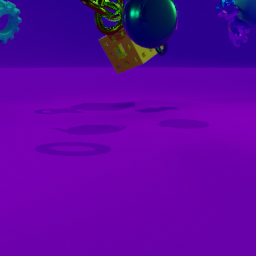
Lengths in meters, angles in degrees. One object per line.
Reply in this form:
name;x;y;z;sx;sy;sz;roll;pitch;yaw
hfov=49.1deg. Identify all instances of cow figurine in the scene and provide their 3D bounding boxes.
cow figurine;2.594;-2.537;6.869;0.487;0.873;0.887;-30;-22;8
cow figurine;3.059;-4.330;8.830;1.569;1.544;0.861;-11;35;-38

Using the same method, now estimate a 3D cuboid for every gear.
gear;-3.912;-3.292;8.753;0.238;1.286;1.286;31;21;11

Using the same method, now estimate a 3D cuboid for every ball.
ball;3.218;-3.140;6.754;1.242;1.242;1.242;0;13;0

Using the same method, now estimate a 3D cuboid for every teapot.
teapot;0.387;-2.522;6.306;1.300;2.091;1.024;-41;30;-11

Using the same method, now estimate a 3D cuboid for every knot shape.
knot shape;-0.601;-3.796;8.804;1.490;1.593;0.736;-53;8;-30

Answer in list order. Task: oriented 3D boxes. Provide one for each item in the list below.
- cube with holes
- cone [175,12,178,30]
cube with holes;0.127;-3.022;10.106;1.386;1.386;1.386;-10;26;48
cone;1.521;-3.816;10.261;1.237;1.237;1.242;-4;37;-18
